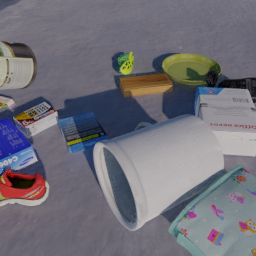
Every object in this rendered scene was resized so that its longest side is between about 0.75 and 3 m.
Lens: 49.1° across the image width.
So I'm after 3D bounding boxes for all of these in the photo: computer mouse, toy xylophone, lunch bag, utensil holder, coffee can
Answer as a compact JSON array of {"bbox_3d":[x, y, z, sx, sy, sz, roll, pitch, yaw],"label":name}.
[{"bbox_3d":[4.783,-1.649,12.419,2.703,0.713,1.872,6,60,20],"label":"computer mouse"},{"bbox_3d":[-5.523,-1.096,12.253,1.013,0.255,0.742,20,44,22],"label":"toy xylophone"},{"bbox_3d":[2.687,2.575,6.840,2.800,1.707,2.385,-23,46,-33],"label":"lunch bag"},{"bbox_3d":[0.842,1.109,8.024,2.921,2.482,2.482,-19,44,-25],"label":"utensil holder"},{"bbox_3d":[-4.086,-1.916,8.576,1.526,1.526,2.085,19,18,21],"label":"coffee can"}]

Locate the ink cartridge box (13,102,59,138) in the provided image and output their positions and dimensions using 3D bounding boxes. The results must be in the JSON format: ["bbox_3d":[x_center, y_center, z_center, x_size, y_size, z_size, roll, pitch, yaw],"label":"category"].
[{"bbox_3d":[-3.729,-0.411,11.181,1.426,0.598,1.252,-33,49,-32],"label":"ink cartridge box"}]

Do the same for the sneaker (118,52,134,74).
[{"bbox_3d":[-0.183,-3.351,14.716,0.783,0.694,1.874,-6,36,20],"label":"sneaker"}]

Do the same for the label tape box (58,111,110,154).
[{"bbox_3d":[-1.613,0.313,10.300,1.430,0.628,1.983,-16,43,-18],"label":"label tape box"}]

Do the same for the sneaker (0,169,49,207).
[{"bbox_3d":[-3.659,1.678,8.339,2.541,1.079,0.979,-3,41,-3],"label":"sneaker"}]

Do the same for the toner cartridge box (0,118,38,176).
[{"bbox_3d":[-4.269,0.583,9.520,1.368,0.622,2.880,-27,34,-26],"label":"toner cartridge box"}]

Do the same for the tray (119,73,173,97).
[{"bbox_3d":[0.834,-2.069,13.279,2.322,0.430,1.145,-7,41,-10],"label":"tray"}]

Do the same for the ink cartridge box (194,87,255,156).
[{"bbox_3d":[3.676,-0.341,10.625,2.042,1.197,2.788,4,42,6],"label":"ink cartridge box"}]

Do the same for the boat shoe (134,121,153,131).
[{"bbox_3d":[1.162,0.413,10.105,2.221,0.818,0.712,22,51,30],"label":"boat shoe"}]

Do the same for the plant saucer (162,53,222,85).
[{"bbox_3d":[3.209,-2.969,14.308,2.967,0.461,2.967,0,40,0],"label":"plant saucer"}]
